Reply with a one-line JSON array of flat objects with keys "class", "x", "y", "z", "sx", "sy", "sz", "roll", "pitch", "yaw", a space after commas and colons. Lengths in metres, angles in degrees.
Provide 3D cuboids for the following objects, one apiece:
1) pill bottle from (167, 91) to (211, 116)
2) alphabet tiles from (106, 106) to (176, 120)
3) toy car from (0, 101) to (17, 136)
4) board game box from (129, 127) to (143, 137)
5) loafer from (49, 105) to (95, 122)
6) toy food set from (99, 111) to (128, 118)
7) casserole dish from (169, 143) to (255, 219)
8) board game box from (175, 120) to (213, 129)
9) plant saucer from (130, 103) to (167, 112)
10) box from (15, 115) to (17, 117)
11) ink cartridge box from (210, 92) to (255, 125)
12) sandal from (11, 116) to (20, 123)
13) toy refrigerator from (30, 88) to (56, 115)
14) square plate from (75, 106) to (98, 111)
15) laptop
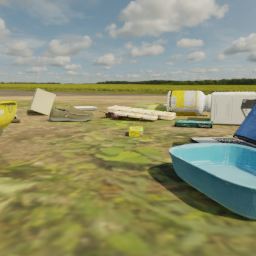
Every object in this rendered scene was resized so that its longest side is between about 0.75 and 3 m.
[{"class": "pill bottle", "x": 2.970, "y": -1.186, "z": 13.394, "sx": 2.101, "sy": 1.177, "sz": 1.177, "roll": 3, "pitch": 9, "yaw": 18}, {"class": "alphabet tiles", "x": 0.594, "y": -0.696, "z": 12.362, "sx": 2.921, "sy": 0.213, "sz": 2.857, "roll": 8, "pitch": 10, "yaw": 15}, {"class": "toy car", "x": -3.624, "y": 0.222, "z": 4.814, "sx": 2.771, "sy": 0.657, "sz": 2.945, "roll": -17, "pitch": 5, "yaw": -43}, {"class": "board game box", "x": 0.234, "y": 0.098, "z": 7.937, "sx": 0.384, "sy": 0.180, "sz": 0.756, "roll": 0, "pitch": 8, "yaw": 2}, {"class": "loafer", "x": -2.230, "y": -0.577, "z": 11.076, "sx": 1.797, "sy": 0.626, "sz": 0.676, "roll": -1, "pitch": 8, "yaw": -4}, {"class": "toy food set", "x": -0.446, "y": -0.584, "z": 12.610, "sx": 1.589, "sy": 0.250, "sz": 1.010, "roll": 2, "pitch": 6, "yaw": -30}, {"class": "casserole dish", "x": 1.417, "y": 0.594, "z": 3.608, "sx": 1.355, "sy": 0.434, "sz": 2.237, "roll": -2, "pitch": 9, "yaw": -17}, {"class": "board game box", "x": 2.288, "y": -0.142, "z": 9.653, "sx": 1.236, "sy": 0.174, "sz": 0.836, "roll": 3, "pitch": 9, "yaw": 18}, {"class": "plant saucer", "x": 1.290, "y": -1.067, "z": 15.041, "sx": 2.000, "sy": 0.479, "sz": 1.998, "roll": -5, "pitch": 10, "yaw": -30}, {"class": "box", "x": -6.213, "y": -0.734, "z": 12.697, "sx": 2.102, "sy": 0.501, "sz": 1.281, "roll": -5, "pitch": 10, "yaw": -25}, {"class": "ink cartridge box", "x": 4.542, "y": -0.757, "z": 10.418, "sx": 2.745, "sy": 1.149, "sz": 1.991, "roll": 3, "pitch": 9, "yaw": 19}, {"class": "sandal", "x": -4.597, "y": -0.395, "z": 10.915, "sx": 1.156, "sy": 0.315, "sz": 0.472, "roll": 8, "pitch": 11, "yaw": 43}, {"class": "toy refrigerator", "x": -4.426, "y": -1.401, "z": 14.557, "sx": 0.995, "sy": 1.080, "sz": 2.844, "roll": 19, "pitch": 0, "yaw": -21}, {"class": "square plate", "x": -2.599, "y": -1.150, "z": 16.613, "sx": 1.424, "sy": 0.204, "sz": 1.438, "roll": -2, "pitch": 8, "yaw": -17}, {"class": "laptop", "x": 2.539, "y": -0.094, "z": 6.250, "sx": 1.805, "sy": 1.046, "sz": 1.690, "roll": -1, "pitch": 8, "yaw": -7}]
